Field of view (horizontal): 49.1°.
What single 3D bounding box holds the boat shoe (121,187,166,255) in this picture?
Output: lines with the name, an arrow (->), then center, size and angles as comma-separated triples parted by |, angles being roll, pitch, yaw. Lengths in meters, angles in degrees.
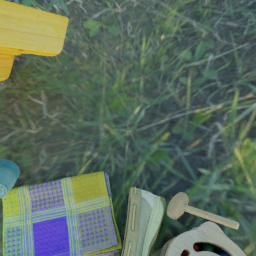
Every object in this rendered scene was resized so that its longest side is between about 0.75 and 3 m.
boat shoe -> 0.000, 2.760, 6.130 | 0.911, 1.056, 2.894 | 22, 67, 3

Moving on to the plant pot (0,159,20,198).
plant pot -> -3.030, 1.241, 6.629 | 0.751, 0.751, 0.705 | -7, 33, -2

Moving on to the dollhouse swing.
dollhouse swing -> -3.010, -1.159, 6.726 | 2.870, 2.608, 2.523 | -10, 88, 40

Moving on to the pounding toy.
pounding toy -> 1.627, 2.765, 5.767 | 1.561, 1.566, 2.730 | -38, 74, -27

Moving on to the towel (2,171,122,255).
towel -> -1.644, 2.195, 6.752 | 2.784, 0.317, 2.000 | -9, 69, -3
